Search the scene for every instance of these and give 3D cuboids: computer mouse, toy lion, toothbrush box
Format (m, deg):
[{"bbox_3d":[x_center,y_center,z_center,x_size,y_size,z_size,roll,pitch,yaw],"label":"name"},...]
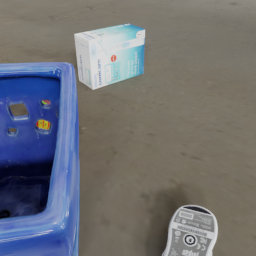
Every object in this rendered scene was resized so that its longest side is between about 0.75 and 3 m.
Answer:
[{"bbox_3d":[0.795,1.929,3.805,1.072,0.429,1.956,9,40,22],"label":"computer mouse"},{"bbox_3d":[-1.894,0.008,5.801,0.411,1.148,1.198,4,2,3],"label":"toy lion"},{"bbox_3d":[-0.549,-2.400,9.229,2.172,1.590,0.926,-22,40,-31],"label":"toothbrush box"}]

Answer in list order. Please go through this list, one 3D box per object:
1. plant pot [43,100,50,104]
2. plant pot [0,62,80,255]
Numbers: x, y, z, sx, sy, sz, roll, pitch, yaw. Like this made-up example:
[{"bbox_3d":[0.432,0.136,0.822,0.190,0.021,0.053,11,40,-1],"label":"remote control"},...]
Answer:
[{"bbox_3d":[-2.073,-0.803,7.306,1.067,0.955,1.067,-2,28,1],"label":"plant pot"},{"bbox_3d":[-1.803,0.754,3.640,2.467,2.218,2.467,-4,47,-6],"label":"plant pot"}]
